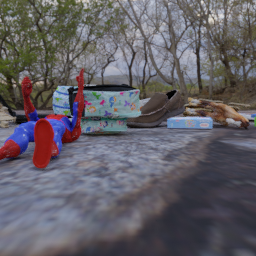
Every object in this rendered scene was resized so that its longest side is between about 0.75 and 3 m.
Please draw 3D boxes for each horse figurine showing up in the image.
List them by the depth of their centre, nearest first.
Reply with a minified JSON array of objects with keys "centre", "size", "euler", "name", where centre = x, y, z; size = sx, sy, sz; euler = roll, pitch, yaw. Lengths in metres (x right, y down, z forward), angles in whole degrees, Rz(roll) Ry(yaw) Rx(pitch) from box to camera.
[{"centre":[2.688,-0.441,8.672],"size":[1.748,0.658,2.637],"euler":[15,1,12],"name":"horse figurine"}]

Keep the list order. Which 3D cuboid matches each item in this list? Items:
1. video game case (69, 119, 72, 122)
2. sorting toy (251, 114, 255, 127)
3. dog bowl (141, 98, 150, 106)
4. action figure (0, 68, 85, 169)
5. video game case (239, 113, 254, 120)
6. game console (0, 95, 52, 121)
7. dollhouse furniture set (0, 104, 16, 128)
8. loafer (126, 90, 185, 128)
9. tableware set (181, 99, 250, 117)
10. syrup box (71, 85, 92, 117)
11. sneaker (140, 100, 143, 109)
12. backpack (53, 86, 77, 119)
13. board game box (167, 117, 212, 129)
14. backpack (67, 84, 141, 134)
[{"centre":[-1.716,-0.251,10.227],"size":[1.320,0.160,1.450],"euler":[3,4,32],"name":"video game case"},{"centre":[4.689,-0.125,7.240],"size":[2.875,0.392,1.619],"euler":[3,9,35],"name":"sorting toy"},{"centre":[1.007,-0.939,12.455],"size":[2.425,0.711,2.425],"euler":[-11,8,2],"name":"dog bowl"},{"centre":[-1.132,-0.315,3.927],"size":[0.890,1.350,2.727],"euler":[0,2,-4],"name":"action figure"},{"centre":[5.403,-0.473,12.119],"size":[1.179,0.144,1.649],"euler":[12,10,26],"name":"video game case"},{"centre":[-3.973,-0.938,10.420],"size":[2.117,1.401,2.408],"euler":[-2,2,-22],"name":"game console"},{"centre":[-3.978,-0.161,8.606],"size":[1.502,0.733,1.281],"euler":[26,13,15],"name":"dollhouse furniture set"},{"centre":[0.787,-0.634,8.556],"size":[0.904,0.879,2.475],"euler":[3,19,43],"name":"loafer"},{"centre":[3.594,-0.617,12.187],"size":[2.907,0.583,1.922],"euler":[4,-12,-26],"name":"tableware set"},{"centre":[-1.336,-0.904,10.204],"size":[1.114,1.152,2.829],"euler":[0,5,-19],"name":"syrup box"},{"centre":[-0.012,-0.529,10.269],"size":[0.890,0.902,2.304],"euler":[-16,-2,18],"name":"sneaker"},{"centre":[-2.169,-1.127,12.752],"size":[2.478,1.905,2.021],"euler":[-14,22,-15],"name":"backpack"},{"centre":[1.829,-0.165,8.169],"size":[1.181,0.286,1.561],"euler":[1,3,15],"name":"board game box"},{"centre":[-0.464,-0.440,6.097],"size":[1.502,1.130,1.333],"euler":[-10,7,-16],"name":"backpack"}]
